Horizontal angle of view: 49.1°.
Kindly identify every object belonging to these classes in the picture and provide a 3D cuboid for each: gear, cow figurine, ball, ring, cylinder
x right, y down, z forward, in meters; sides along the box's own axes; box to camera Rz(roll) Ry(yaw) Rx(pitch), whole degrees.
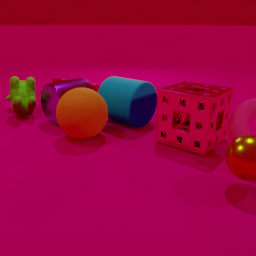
[{"bbox_3d":[-1.658,-1.417,9.814,1.943,0.359,1.943,9,7,-1],"label":"gear"},{"bbox_3d":[-3.258,-0.915,8.604,0.863,1.547,1.572,-2,61,-26],"label":"cow figurine"},{"bbox_3d":[-1.107,-0.357,6.800,1.238,1.238,1.238,0,22,0],"label":"ball"},{"bbox_3d":[3.066,0.137,5.619,2.051,0.410,2.051,-1,51,1],"label":"ring"},{"bbox_3d":[2.061,0.505,4.744,0.789,0.789,0.789,0,22,0],"label":"ball"},{"bbox_3d":[-0.023,-0.740,7.723,1.223,1.223,1.223,17,28,37],"label":"cylinder"},{"bbox_3d":[-1.696,-0.778,7.947,1.136,1.136,1.136,19,29,39],"label":"cylinder"}]

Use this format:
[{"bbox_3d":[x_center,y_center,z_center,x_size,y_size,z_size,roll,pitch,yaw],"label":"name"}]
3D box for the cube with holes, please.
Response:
[{"bbox_3d":[1.545,-0.304,6.566,1.265,1.265,1.265,16,25,36],"label":"cube with holes"}]
